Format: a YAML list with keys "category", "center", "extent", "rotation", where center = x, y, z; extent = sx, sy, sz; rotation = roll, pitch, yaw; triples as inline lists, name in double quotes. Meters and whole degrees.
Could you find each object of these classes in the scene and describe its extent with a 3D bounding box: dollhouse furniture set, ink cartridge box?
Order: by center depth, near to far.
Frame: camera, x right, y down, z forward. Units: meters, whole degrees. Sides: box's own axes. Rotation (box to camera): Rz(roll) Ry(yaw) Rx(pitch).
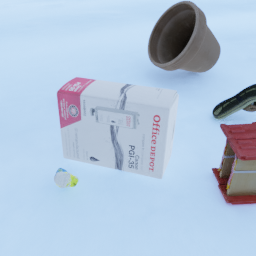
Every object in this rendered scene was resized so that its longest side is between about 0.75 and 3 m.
- category: "dollhouse furniture set"
  center: [3.166, 0.700, 5.719]
  extent: [2.554, 1.374, 1.039]
  rotation: [-1, 36, -2]
- category: "ink cartridge box"
  center: [-0.220, -0.046, 6.361]
  extent: [2.459, 1.801, 1.018]
  rotation: [10, 30, 14]

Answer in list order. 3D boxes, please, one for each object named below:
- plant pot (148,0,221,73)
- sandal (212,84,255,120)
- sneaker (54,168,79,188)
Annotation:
- category: "plant pot"
  center: [2.240, -3.034, 10.271]
  extent: [2.090, 2.396, 2.396]
  rotation: [16, 23, -37]
- category: "sandal"
  center: [3.439, -0.727, 8.091]
  extent: [1.992, 0.568, 0.791]
  rotation: [-27, 25, 21]
- category: "sneaker"
  center: [-1.378, 1.008, 5.751]
  extent: [0.463, 0.882, 0.334]
  rotation: [26, 79, 21]
